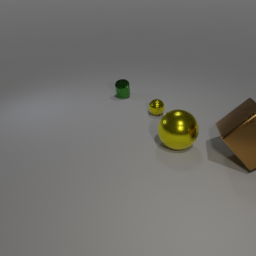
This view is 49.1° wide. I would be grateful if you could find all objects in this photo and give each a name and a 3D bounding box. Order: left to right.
[{"bbox_3d":[-0.257,-1.905,13.705,0.700,0.700,0.700,-3,53,4],"label":"cylinder"},{"bbox_3d":[1.234,-0.904,12.087,0.700,0.700,0.700,0,29,0],"label":"ball"},{"bbox_3d":[1.722,0.053,9.636,1.400,1.400,1.400,0,29,0],"label":"ball"},{"bbox_3d":[3.786,0.151,8.667,1.400,1.400,1.400,46,20,-8],"label":"cube"}]
